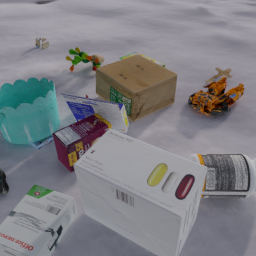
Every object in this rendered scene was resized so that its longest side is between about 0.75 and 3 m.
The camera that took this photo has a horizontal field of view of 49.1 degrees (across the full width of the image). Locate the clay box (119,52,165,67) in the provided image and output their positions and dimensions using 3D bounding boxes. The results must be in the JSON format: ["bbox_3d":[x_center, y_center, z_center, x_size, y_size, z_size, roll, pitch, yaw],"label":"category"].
[{"bbox_3d":[0.715,-3.451,15.357,1.338,0.554,2.328,-30,47,-33],"label":"clay box"}]

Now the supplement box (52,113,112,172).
[{"bbox_3d":[-1.528,0.467,9.812,1.856,1.215,0.958,-29,46,-30],"label":"supplement box"}]

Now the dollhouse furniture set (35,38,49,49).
[{"bbox_3d":[-5.526,-5.551,17.891,0.800,0.755,0.522,32,47,19],"label":"dollhouse furniture set"}]

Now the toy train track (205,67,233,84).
[{"bbox_3d":[4.708,-2.638,14.590,1.804,0.294,1.035,-29,53,-24],"label":"toy train track"}]

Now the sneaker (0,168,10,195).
[{"bbox_3d":[-4.085,1.769,8.889,0.447,0.426,1.129,-30,39,-13],"label":"sneaker"}]

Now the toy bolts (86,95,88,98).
[{"bbox_3d":[-1.767,-0.967,12.398,0.785,0.570,0.821,-35,45,21],"label":"toy bolts"}]

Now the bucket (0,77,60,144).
[{"bbox_3d":[-3.893,-0.694,10.731,2.601,1.692,2.601,-4,32,2],"label":"bucket"}]

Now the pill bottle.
[{"bbox_3d":[3.005,1.445,8.484,2.264,1.317,1.317,1,38,-1],"label":"pill bottle"}]

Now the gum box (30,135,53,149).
[{"bbox_3d":[-3.409,0.402,10.727,0.842,0.188,0.716,28,46,31],"label":"gum box"}]

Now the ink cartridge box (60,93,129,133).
[{"bbox_3d":[-1.153,-0.657,10.509,2.171,2.197,0.516,11,62,13],"label":"ink cartridge box"}]

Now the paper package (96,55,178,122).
[{"bbox_3d":[0.340,-1.926,12.660,2.737,1.485,2.871,-26,46,-29],"label":"paper package"}]

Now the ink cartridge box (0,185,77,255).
[{"bbox_3d":[-2.434,2.590,7.435,1.386,0.785,1.890,14,40,18],"label":"ink cartridge box"}]

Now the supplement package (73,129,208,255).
[{"bbox_3d":[0.313,1.704,7.346,2.859,2.226,1.585,20,45,24],"label":"supplement package"}]

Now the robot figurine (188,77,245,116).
[{"bbox_3d":[3.952,-1.439,12.615,2.629,0.765,1.906,-29,45,-32],"label":"robot figurine"}]

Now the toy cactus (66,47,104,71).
[{"bbox_3d":[-2.115,-3.642,15.392,2.490,1.273,2.055,25,26,32],"label":"toy cactus"}]
